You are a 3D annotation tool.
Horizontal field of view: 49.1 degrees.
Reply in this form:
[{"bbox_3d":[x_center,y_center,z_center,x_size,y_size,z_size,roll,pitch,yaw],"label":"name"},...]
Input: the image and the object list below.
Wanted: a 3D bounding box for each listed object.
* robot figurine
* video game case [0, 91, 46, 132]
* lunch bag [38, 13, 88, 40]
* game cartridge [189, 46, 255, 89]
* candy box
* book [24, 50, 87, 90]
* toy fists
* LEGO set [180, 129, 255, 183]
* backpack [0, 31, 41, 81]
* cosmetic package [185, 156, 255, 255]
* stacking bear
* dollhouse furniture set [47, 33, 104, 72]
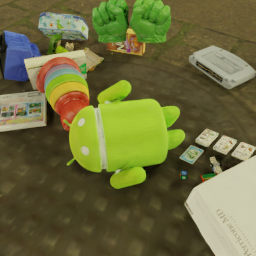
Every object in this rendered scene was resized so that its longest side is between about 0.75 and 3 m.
[{"bbox_3d":[-0.121,0.185,7.065,2.916,1.687,2.559,-7,76,-8],"label":"robot figurine"},{"bbox_3d":[-3.456,-0.554,8.831,1.721,0.204,1.566,-8,47,-8],"label":"video game case"},{"bbox_3d":[-2.595,-4.080,11.425,1.841,1.480,0.759,6,91,6],"label":"lunch bag"},{"bbox_3d":[3.513,-2.310,10.395,1.449,0.440,2.174,-27,52,-19],"label":"game cartridge"},{"bbox_3d":[-0.092,-3.475,11.162,1.523,0.889,0.430,13,46,13],"label":"candy box"},{"bbox_3d":[-2.354,-1.926,9.409,1.888,1.261,0.454,-16,67,-14],"label":"book"},{"bbox_3d":[0.046,-2.047,5.337,1.524,0.777,0.524,5,29,14],"label":"toy fists"},{"bbox_3d":[2.253,0.916,7.431,1.501,0.493,2.010,24,46,34],"label":"LEGO set"},{"bbox_3d":[-3.934,-2.576,10.039,1.402,1.358,1.671,3,37,-37],"label":"backpack"},{"bbox_3d":[2.880,1.487,5.856,2.934,1.190,1.655,-24,61,-16],"label":"cosmetic package"},{"bbox_3d":[-1.755,-0.875,8.402,1.477,1.383,2.432,-11,53,-24],"label":"stacking bear"},{"bbox_3d":[-2.116,-2.719,10.837,2.112,0.815,1.055,34,45,5],"label":"dollhouse furniture set"}]
